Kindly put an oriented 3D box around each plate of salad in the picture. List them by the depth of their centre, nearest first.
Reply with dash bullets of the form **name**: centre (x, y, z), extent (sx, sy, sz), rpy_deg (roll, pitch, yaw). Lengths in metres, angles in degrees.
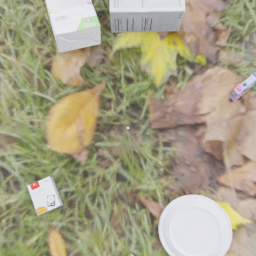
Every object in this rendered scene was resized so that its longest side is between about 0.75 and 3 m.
- **plate of salad**: centre (1.665, 2.551, 7.031), extent (1.784, 0.428, 1.784), rpy_deg (0, 89, 10)

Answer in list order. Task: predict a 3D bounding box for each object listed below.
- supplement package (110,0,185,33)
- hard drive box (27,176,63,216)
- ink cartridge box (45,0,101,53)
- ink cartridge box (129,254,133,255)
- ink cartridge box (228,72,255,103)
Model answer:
- **supplement package**: centre (0.515, -3.650, 8.298), extent (2.099, 1.150, 1.194), rpy_deg (-1, 80, 0)
- **hard drive box**: centre (-2.177, 1.782, 7.358), extent (0.638, 0.314, 0.818), rpy_deg (-24, 77, -7)
- **ink cartridge box**: centre (-1.689, -3.405, 8.318), extent (1.294, 0.744, 2.210), rpy_deg (-14, 64, -9)
- **ink cartridge box**: centre (0.210, 3.731, 6.746), extent (1.061, 0.402, 0.785), rpy_deg (38, 83, 12)
- **ink cartridge box**: centre (3.349, -1.190, 7.969), extent (1.036, 0.618, 0.217), rpy_deg (-41, 73, -10)
